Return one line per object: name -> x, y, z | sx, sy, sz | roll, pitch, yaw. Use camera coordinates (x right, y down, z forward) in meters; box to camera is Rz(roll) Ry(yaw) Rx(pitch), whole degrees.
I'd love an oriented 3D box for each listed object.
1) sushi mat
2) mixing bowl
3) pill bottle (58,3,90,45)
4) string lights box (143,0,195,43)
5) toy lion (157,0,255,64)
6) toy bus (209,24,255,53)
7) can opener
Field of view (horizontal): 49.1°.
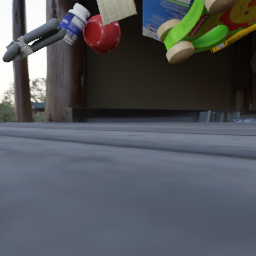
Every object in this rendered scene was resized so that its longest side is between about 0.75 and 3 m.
sushi mat -> -0.439, -3.644, 7.038 | 0.933, 1.951, 0.118 | -14, 0, 20
mixing bowl -> -1.101, -3.491, 10.286 | 1.463, 1.463, 0.792 | 1, 12, 28
pill bottle -> -1.868, -3.570, 9.620 | 0.715, 1.235, 0.715 | 33, 0, 0
string lights box -> 1.280, -3.732, 8.455 | 1.523, 0.874, 2.963 | 26, -13, 10
toy lion -> 2.100, -2.382, 5.604 | 2.356, 0.844, 2.458 | -13, -17, -24
toy bus -> 3.138, -2.958, 7.918 | 2.327, 0.757, 0.911 | -32, 6, -22
can opener -> -3.042, -2.596, 8.831 | 2.480, 0.829, 0.661 | -12, -42, 33
